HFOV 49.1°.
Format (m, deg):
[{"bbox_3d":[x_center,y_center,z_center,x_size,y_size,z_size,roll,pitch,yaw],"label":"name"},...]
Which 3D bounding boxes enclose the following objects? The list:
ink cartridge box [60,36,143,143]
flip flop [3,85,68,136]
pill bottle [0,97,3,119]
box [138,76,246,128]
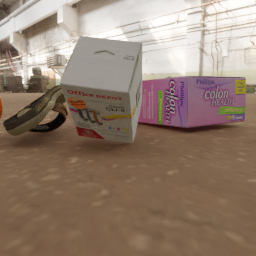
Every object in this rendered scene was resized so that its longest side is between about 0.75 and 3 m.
[{"bbox_3d":[-0.387,-0.668,5.226,1.183,1.178,1.628,8,-32,8],"label":"ink cartridge box"},{"bbox_3d":[-1.902,-0.296,6.519,1.214,0.862,2.995,-34,15,4],"label":"flip flop"},{"bbox_3d":[-3.659,-0.334,5.361,1.238,1.238,2.331,5,11,31],"label":"pill bottle"},{"bbox_3d":[1.617,-0.798,8.201,2.292,1.260,2.605,-6,7,-34],"label":"box"}]
